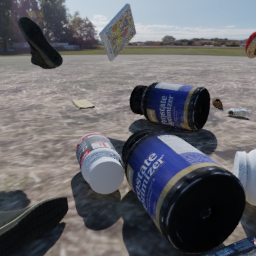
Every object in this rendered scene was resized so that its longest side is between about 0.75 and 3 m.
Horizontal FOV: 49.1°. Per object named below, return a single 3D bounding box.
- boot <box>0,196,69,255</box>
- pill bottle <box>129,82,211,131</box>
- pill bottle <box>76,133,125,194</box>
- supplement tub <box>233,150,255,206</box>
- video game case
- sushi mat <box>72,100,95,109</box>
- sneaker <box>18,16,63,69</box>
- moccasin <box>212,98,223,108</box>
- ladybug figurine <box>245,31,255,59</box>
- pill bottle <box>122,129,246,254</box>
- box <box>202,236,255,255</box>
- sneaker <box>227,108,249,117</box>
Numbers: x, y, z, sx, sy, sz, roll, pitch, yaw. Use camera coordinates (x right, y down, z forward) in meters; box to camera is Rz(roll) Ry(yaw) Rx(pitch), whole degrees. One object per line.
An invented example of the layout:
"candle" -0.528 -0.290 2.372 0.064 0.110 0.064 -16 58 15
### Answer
"boot" -1.938 1.524 4.912 1.067 0.597 1.542 9 19 39
"pill bottle" 1.509 -0.891 10.525 2.794 1.563 1.563 13 22 36
"pill bottle" -0.661 0.780 6.489 0.936 0.936 1.615 -6 19 -16
"supplement tub" 2.918 1.010 5.489 1.541 1.121 1.121 5 19 15
"video game case" -0.345 -3.671 10.902 0.195 1.554 1.707 32 76 23
"sushi mat" -2.200 -1.185 13.720 0.756 0.096 1.580 -7 19 -23
"sneaker" -2.599 -2.283 7.846 0.893 1.559 0.596 -10 38 43
"moccasin" 4.279 -1.246 13.419 0.371 0.392 1.016 1 18 4
"ladybug figurine" 3.839 -2.544 8.431 0.730 1.075 0.387 -36 64 -4
"pill bottle" 0.784 0.918 5.260 1.447 1.447 2.587 -6 19 -18
"box" 1.288 1.880 3.730 1.082 0.595 0.188 -8 21 -24
"sneaker" 4.592 -0.617 11.723 0.859 0.328 0.347 8 25 44
